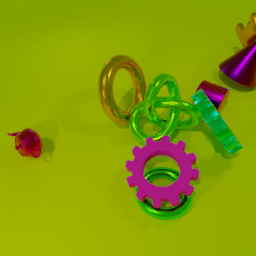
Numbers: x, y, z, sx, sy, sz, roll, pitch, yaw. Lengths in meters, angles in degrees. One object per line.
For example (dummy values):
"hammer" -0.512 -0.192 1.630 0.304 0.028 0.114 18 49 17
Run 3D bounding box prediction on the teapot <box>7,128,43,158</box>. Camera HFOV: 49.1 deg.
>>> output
"teapot" -2.678 0.398 7.337 1.260 0.784 0.617 35 40 28

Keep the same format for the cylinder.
"cylinder" 2.581 -0.955 8.707 0.846 0.846 0.846 29 53 24

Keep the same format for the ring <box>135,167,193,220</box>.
"ring" 0.865 1.547 6.774 1.412 0.282 1.412 0 47 0

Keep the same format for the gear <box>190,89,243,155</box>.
"gear" 2.332 -0.178 7.398 0.343 1.853 1.853 -35 46 18

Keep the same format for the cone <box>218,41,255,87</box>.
"cone" 4.069 -2.392 9.301 1.492 1.498 1.492 16 37 -13

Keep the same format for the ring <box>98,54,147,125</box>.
"ring" -0.111 -1.109 8.159 0.405 2.024 2.024 2 41 38

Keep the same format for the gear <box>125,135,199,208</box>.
"gear" 0.789 0.993 6.560 1.665 0.308 1.665 -3 62 6

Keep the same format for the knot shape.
"knot shape" 0.961 -0.553 7.619 2.003 1.875 0.926 -12 29 -2

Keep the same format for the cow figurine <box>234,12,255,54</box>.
"cow figurine" 4.461 -3.079 10.043 0.917 1.671 1.645 -12 87 -14
